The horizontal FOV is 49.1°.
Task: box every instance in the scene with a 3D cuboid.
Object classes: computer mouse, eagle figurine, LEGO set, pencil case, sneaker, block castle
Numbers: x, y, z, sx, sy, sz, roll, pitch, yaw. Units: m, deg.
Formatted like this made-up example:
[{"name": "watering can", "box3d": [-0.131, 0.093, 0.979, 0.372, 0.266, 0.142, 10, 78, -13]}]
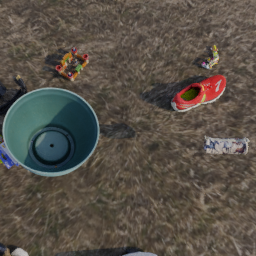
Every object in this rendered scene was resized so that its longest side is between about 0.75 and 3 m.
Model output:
[{"name": "computer mouse", "box3d": [-5.276, -1.826, 11.492, 1.671, 0.548, 2.380, -39, 76, -11]}, {"name": "eagle figurine", "box3d": [-4.543, 4.503, 9.086, 2.145, 1.619, 1.628, -19, 25, 24]}, {"name": "LEGO set", "box3d": [3.664, -3.072, 11.963, 0.567, 0.458, 1.232, 28, 73, 9]}, {"name": "pencil case", "box3d": [3.036, 0.530, 8.716, 1.329, 0.594, 0.517, 0, 51, 15]}, {"name": "sneaker", "box3d": [2.902, -1.430, 11.079, 2.502, 1.062, 0.963, -29, 74, -9]}, {"name": "block castle", "box3d": [-2.331, -2.706, 11.760, 0.866, 0.608, 1.295, 33, 74, 11]}]

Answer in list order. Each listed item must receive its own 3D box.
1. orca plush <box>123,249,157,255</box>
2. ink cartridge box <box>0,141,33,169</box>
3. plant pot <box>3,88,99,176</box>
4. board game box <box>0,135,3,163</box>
[{"name": "orca plush", "box3d": [-0.064, 4.732, 9.104, 2.227, 1.172, 0.792, -12, 110, -28]}, {"name": "ink cartridge box", "box3d": [-4.034, 0.689, 10.618, 1.721, 0.361, 1.027, -39, 75, -24]}, {"name": "plant pot", "box3d": [-2.644, 0.373, 9.809, 2.983, 1.998, 2.983, 6, 66, -14]}, {"name": "board game box", "box3d": [-5.867, 0.888, 10.584, 2.091, 0.498, 1.062, -6, 71, -2]}]
